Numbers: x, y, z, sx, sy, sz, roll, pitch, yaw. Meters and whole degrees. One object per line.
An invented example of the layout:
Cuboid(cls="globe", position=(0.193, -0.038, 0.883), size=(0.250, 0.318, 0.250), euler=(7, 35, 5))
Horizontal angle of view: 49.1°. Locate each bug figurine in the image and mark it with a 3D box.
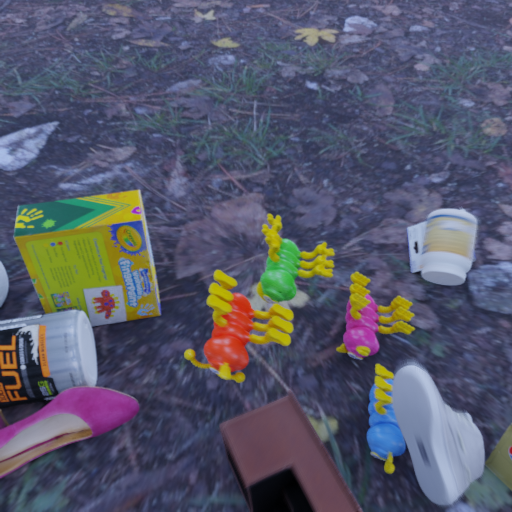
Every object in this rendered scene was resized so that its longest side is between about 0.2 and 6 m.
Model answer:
Cuboid(cls="bug figurine", position=(0.872, 1.121, 7.742), size=(3.674, 0.945, 2.849), euler=(32, 44, -14))

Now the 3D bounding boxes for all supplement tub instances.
Cuboid(cls="supplement tub", position=(-3.326, 1.478, 7.838), size=(1.972, 1.208, 1.208), euler=(-10, 46, -8))
Cuboid(cls="supplement tub", position=(3.096, -0.136, 9.055), size=(0.777, 0.777, 1.074), euler=(12, 73, 11))

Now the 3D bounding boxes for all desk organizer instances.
Cuboid(cls="desk organizer", position=(0.545, 2.957, 6.373), size=(1.016, 0.946, 2.639), euler=(-19, 42, -14))

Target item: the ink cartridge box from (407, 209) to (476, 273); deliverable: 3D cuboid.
Cuboid(cls="ink cartridge box", position=(3.255, -0.217, 9.925), size=(1.079, 0.234, 1.060), euler=(-20, 46, 31))

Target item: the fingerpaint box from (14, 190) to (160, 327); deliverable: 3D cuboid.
Cuboid(cls="fingerpaint box", position=(-2.465, 0.116, 8.549), size=(1.746, 2.093, 0.768), euler=(-9, 45, -8))

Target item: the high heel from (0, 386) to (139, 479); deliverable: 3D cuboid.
Cuboid(cls="high heel", position=(-2.729, 2.396, 7.108), size=(2.453, 0.826, 1.177), euler=(-6, 35, 1))

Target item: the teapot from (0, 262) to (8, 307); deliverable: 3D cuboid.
Cuboid(cls="teapot", position=(-4.925, 0.284, 8.959), size=(1.736, 1.284, 1.759), euler=(-29, 51, -26))

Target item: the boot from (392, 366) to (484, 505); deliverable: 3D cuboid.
Cuboid(cls="boot", position=(2.275, 2.071, 6.905), size=(0.847, 1.772, 0.652), euler=(-20, 10, -32))

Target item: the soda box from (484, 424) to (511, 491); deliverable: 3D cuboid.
Cuboid(cls="soda box", position=(4.794, 1.961, 7.390), size=(3.618, 1.158, 1.225), euler=(-27, 51, -24))
